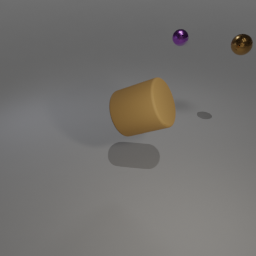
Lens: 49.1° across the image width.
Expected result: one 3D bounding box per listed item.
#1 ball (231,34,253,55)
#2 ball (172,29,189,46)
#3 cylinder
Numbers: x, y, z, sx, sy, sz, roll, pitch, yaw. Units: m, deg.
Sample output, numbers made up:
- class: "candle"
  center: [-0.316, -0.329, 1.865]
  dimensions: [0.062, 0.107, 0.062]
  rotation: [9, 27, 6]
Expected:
- class: "ball"
  center: [3.856, -2.827, 9.500]
  dimensions: [0.700, 0.700, 0.700]
  rotation: [0, 30, 0]
- class: "ball"
  center: [2.280, -3.933, 12.181]
  dimensions: [0.700, 0.700, 0.700]
  rotation: [0, 30, 0]
- class: "cylinder"
  center: [0.426, -0.562, 7.917]
  dimensions: [1.400, 1.400, 1.400]
  rotation: [-14, 21, 31]
